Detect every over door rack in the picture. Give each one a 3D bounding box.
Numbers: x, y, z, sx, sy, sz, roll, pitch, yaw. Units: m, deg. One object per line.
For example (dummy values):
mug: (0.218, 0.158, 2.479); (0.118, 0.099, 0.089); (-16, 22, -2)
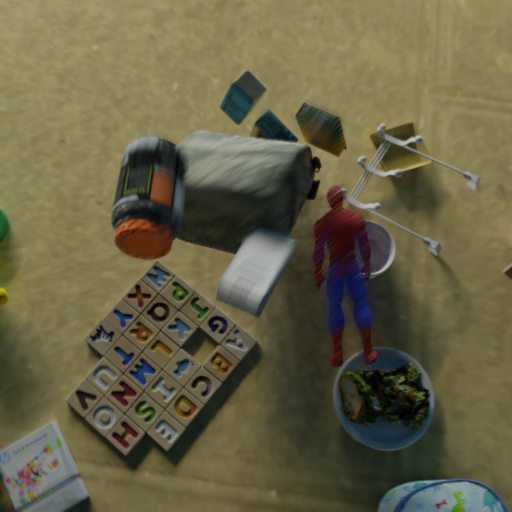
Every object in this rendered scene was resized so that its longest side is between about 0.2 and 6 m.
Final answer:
over door rack: (3.004, -1.357, 10.927); (2.319, 0.772, 1.713); (32, 86, 10)

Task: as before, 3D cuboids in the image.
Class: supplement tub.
supplement tub: (-1.521, -0.817, 8.024); (0.982, 0.982, 1.604); (2, 57, 1)

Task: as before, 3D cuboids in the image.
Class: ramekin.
ramekin: (2.066, -0.062, 10.728); (1.100, 0.578, 1.100); (0, 71, 0)

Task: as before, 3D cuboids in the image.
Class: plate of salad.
plate of salad: (2.284, 2.504, 9.940); (1.812, 0.435, 1.812); (0, 71, 0)

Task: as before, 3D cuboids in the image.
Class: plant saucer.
plant saucer: (2.966, -2.163, 11.610); (1.037, 0.251, 1.037); (-18, 72, -6)

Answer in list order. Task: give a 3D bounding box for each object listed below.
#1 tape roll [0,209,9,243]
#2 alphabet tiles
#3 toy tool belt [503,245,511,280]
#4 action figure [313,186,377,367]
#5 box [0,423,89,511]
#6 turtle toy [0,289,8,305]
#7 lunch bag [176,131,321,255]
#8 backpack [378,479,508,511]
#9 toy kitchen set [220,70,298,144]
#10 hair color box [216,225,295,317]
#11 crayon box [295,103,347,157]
tape roll: (-5.435, -0.587, 11.085); (0.987, 0.237, 0.987); (0, 72, 0)
alphabet tiles: (-1.903, 1.938, 10.301); (2.547, 0.115, 3.047); (38, 75, 11)
toy tool belt: (5.912, 0.067, 10.460); (2.223, 1.388, 1.366); (15, 102, 8)
action figure: (1.518, 0.323, 9.760); (1.003, 0.793, 3.067); (-5, 98, 8)
box: (-3.676, 3.768, 9.592); (1.106, 0.292, 1.419); (-28, 73, -9)
turtle toy: (-5.192, 0.866, 10.287); (1.138, 0.789, 1.561); (-16, 73, -31)
lunch bag: (-0.294, -1.250, 9.749); (2.430, 1.693, 2.038); (13, 52, 20)
backpack: (3.033, 4.664, 8.539); (2.147, 1.724, 2.346); (-5, 67, -6)
toy kitchen set: (-0.106, -2.011, 10.697); (2.159, 1.272, 1.729); (44, 77, -6)
hair color box: (0.009, 0.197, 8.262); (0.687, 0.416, 1.374); (22, 45, 10)
crayon box: (1.095, -2.016, 9.231); (0.694, 1.093, 0.278); (29, 83, 22)
